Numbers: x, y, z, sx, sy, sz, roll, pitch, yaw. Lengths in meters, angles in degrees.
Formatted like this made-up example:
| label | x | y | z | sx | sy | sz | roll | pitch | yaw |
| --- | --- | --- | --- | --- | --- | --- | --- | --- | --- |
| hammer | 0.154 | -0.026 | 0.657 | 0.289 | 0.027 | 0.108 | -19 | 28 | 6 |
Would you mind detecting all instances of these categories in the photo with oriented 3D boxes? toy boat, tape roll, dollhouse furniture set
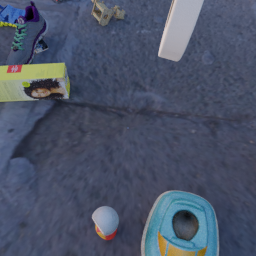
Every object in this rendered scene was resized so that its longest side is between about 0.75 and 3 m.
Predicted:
| label | x | y | z | sx | sy | sz | roll | pitch | yaw |
| --- | --- | --- | --- | --- | --- | --- | --- | --- | --- |
| toy boat | 0.585 | 2.303 | 5.983 | 2.737 | 1.272 | 2.301 | 9 | 57 | 6 |
| tape roll | 1.326 | -2.980 | 6.405 | 0.528 | 2.888 | 2.888 | 16 | 57 | 0 |
| dollhouse furniture set | -0.899 | -4.743 | 11.355 | 1.073 | 0.675 | 1.213 | -10 | 52 | -37 |

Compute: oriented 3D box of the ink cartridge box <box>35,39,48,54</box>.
| label | x | y | z | sx | sy | sz | roll | pitch | yaw |
| --- | --- | --- | --- | --- | --- | --- | --- | --- | --- |
| ink cartridge box | -3.409 | -3.192 | 10.405 | 0.500 | 0.197 | 1.005 | -31 | 60 | -19 |

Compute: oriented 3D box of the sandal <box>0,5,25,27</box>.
| label | x | y | z | sx | sy | sz | roll | pitch | yaw |
| --- | --- | --- | --- | --- | --- | --- | --- | --- | --- |
| sandal | -4.529 | -4.401 | 10.874 | 1.840 | 0.801 | 0.731 | -3 | 54 | -4 |

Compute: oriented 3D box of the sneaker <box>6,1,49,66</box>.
| label | x | y | z | sx | sy | sz | roll | pitch | yaw |
| --- | --- | --- | --- | --- | --- | --- | --- | --- | --- |
| sneaker | -3.690 | -3.120 | 9.632 | 0.955 | 1.123 | 2.566 | 9 | 64 | 16 |

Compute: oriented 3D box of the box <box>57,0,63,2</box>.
| label | x | y | z | sx | sy | sz | roll | pitch | yaw |
| --- | --- | --- | --- | --- | --- | --- | --- | --- | --- |
| box | -2.511 | -6.276 | 12.415 | 1.818 | 0.343 | 1.241 | -23 | 59 | -15 |

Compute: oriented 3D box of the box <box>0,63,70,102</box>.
| label | x | y | z | sx | sy | sz | roll | pitch | yaw |
| --- | --- | --- | --- | --- | --- | --- | --- | --- | --- |
| box | -3.265 | -1.392 | 8.675 | 2.749 | 1.035 | 0.689 | -3 | 55 | -1 |
